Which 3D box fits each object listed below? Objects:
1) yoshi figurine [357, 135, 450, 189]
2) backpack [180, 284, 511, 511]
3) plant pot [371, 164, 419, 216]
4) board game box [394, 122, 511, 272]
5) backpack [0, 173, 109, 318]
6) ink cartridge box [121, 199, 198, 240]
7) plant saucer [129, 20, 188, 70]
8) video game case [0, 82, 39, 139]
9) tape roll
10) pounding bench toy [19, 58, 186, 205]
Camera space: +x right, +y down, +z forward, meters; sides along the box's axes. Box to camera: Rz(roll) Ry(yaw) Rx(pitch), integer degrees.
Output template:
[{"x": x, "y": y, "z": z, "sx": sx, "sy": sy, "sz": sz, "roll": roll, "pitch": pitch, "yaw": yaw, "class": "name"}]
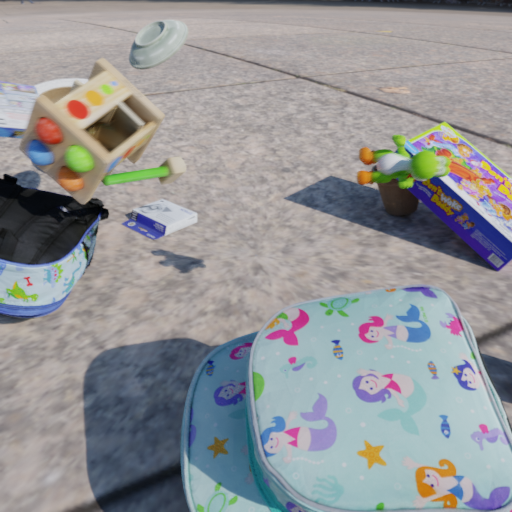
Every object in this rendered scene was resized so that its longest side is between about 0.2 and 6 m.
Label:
[{"x": 1.689, "y": -1.059, "z": 6.490, "sx": 1.035, "sy": 0.582, "sz": 0.580, "roll": 3, "pitch": 42, "yaw": 26, "class": "yoshi figurine"}, {"x": 0.795, "y": 1.748, "z": 5.228, "sx": 2.999, "sy": 2.258, "sz": 2.662, "roll": -9, "pitch": 46, "yaw": 6, "class": "backpack"}, {"x": 3.068, "y": -1.429, "z": 11.900, "sx": 1.163, "sy": 1.015, "sz": 1.163, "roll": -8, "pitch": 23, "yaw": 4, "class": "plant pot"}, {"x": 4.101, "y": -1.243, "z": 10.771, "sx": 2.850, "sy": 0.638, "sz": 1.916, "roll": 46, "pitch": 47, "yaw": 15, "class": "board game box"}, {"x": -3.653, "y": -0.004, "z": 8.709, "sx": 2.061, "sy": 1.655, "sz": 2.253, "roll": 15, "pitch": 27, "yaw": -5, "class": "backpack"}, {"x": -2.024, "y": -0.782, "z": 11.649, "sx": 1.162, "sy": 0.236, "sz": 1.164, "roll": 23, "pitch": 37, "yaw": 35, "class": "ink cartridge box"}, {"x": -1.583, "y": -3.371, "z": 8.730, "sx": 1.071, "sy": 0.269, "sz": 1.071, "roll": -15, "pitch": 53, "yaw": 20, "class": "plant saucer"}, {"x": -3.499, "y": -2.066, "z": 7.917, "sx": 1.014, "sy": 0.230, "sz": 0.919, "roll": -6, "pitch": 60, "yaw": -46, "class": "video game case"}, {"x": -3.198, "y": -2.229, "z": 9.610, "sx": 1.576, "sy": 1.082, "sz": 1.576, "roll": 0, "pitch": 41, "yaw": 0, "class": "tape roll"}, {"x": -2.020, "y": -1.408, "z": 7.640, "sx": 1.841, "sy": 1.144, "sz": 1.436, "roll": 42, "pitch": 50, "yaw": -7, "class": "pounding bench toy"}]
